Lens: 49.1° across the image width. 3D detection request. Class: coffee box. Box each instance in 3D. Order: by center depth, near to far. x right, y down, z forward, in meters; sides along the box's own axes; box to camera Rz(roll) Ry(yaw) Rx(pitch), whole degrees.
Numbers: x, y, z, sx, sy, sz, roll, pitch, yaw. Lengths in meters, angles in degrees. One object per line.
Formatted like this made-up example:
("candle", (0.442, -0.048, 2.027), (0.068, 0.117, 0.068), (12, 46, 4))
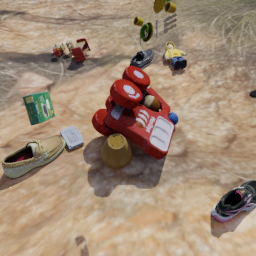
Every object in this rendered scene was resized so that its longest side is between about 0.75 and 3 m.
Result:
("coffee box", (-1.655, -0.392, 5.287), (0.197, 0.552, 0.898), (-12, 11, 5))

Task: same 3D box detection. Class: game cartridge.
("game cartridge", (-1.694, 0.282, 8.598), (0.549, 0.167, 0.824), (-25, 51, -17))

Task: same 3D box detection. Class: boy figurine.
("boy figurine", (1.951, -3.012, 11.544), (0.951, 0.493, 1.530), (-10, 49, -6))

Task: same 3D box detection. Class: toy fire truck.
("toy fire truck", (0.413, -0.456, 8.448), (2.297, 1.534, 2.735), (34, 36, -4))

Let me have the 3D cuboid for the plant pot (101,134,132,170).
("plant pot", (-0.308, 0.549, 7.621), (0.899, 0.964, 0.899), (1, 63, -2))

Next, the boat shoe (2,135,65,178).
("boat shoe", (-2.614, 0.696, 7.863), (1.866, 0.619, 0.690), (-35, 55, -29))

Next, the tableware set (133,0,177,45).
("tableware set", (0.500, -2.189, 5.453), (0.196, 0.858, 1.274), (3, -3, -30))

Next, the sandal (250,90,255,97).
("sandal", (4.877, -1.327, 10.138), (0.976, 0.220, 0.366), (-21, 42, 0))

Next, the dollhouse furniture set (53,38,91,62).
("dollhouse furniture set", (-2.421, -3.183, 11.737), (1.538, 0.625, 0.828), (-5, 44, 19))

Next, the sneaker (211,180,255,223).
("sneaker", (2.773, 1.712, 6.853), (1.561, 0.674, 0.627), (-29, 54, -26))

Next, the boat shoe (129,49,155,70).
("boat shoe", (0.600, -2.855, 11.339), (0.624, 0.539, 1.718), (24, 51, 22))
